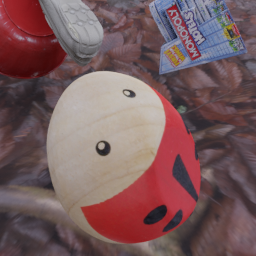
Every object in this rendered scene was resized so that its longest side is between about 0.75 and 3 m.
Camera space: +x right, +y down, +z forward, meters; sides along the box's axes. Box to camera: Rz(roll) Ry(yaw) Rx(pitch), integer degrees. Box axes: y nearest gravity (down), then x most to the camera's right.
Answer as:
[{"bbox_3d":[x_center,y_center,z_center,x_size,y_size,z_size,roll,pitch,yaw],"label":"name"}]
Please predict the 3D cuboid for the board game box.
[{"bbox_3d":[1.313,-2.120,6.244,1.914,1.915,0.590,-25,19,27],"label":"board game box"}]

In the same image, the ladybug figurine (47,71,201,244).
[{"bbox_3d":[0.222,0.506,3.576,1.049,2.916,1.980,7,66,31],"label":"ladybug figurine"}]

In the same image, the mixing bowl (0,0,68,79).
[{"bbox_3d":[-2.456,-2.762,6.860,2.985,2.985,1.617,-33,20,-28],"label":"mixing bowl"}]

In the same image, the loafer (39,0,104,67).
[{"bbox_3d":[-1.354,-2.420,5.647,0.931,0.929,2.662,-13,65,-31],"label":"loafer"}]
